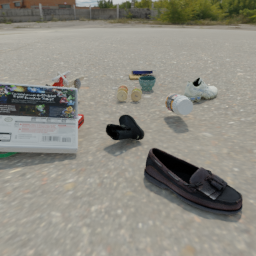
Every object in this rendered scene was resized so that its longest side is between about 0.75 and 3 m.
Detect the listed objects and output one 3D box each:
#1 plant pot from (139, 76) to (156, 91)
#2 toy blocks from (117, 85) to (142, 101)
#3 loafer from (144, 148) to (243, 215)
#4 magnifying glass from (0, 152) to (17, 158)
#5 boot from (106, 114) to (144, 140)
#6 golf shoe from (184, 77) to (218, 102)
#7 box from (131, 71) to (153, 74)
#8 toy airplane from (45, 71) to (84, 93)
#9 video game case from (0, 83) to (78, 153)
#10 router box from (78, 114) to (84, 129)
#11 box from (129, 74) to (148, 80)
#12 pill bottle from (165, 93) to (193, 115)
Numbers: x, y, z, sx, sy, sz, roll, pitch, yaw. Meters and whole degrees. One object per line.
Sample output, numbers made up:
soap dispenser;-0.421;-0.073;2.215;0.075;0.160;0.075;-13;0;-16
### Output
plant pot;1.033;-2.393;15.138;0.935;0.627;0.935;1;25;0
toy blocks;0.090;-1.827;14.028;1.229;0.535;1.474;1;25;3
loafer;1.529;1.259;7.004;2.672;0.842;0.960;19;31;34
magnifying glass;-3.574;0.666;9.140;1.497;0.168;0.596;-14;28;-24
boot;-0.260;-0.056;9.667;1.206;0.548;1.435;4;30;-38
golf shoe;3.658;-1.953;13.688;2.208;1.074;0.865;-17;27;-35
box;1.030;-3.545;17.806;1.470;0.238;0.891;2;12;14
toy airplane;-3.028;-1.794;12.989;1.922;1.356;1.914;-29;6;15
video game case;-3.177;-0.387;9.262;2.996;0.350;2.724;2;52;-13
router box;-2.535;-0.181;10.704;1.392;0.340;1.249;4;25;9
box;0.663;-3.186;17.448;1.174;0.125;0.959;-2;25;-3
pill bottle;2.027;-0.942;11.163;0.771;0.771;1.324;-5;14;-10
